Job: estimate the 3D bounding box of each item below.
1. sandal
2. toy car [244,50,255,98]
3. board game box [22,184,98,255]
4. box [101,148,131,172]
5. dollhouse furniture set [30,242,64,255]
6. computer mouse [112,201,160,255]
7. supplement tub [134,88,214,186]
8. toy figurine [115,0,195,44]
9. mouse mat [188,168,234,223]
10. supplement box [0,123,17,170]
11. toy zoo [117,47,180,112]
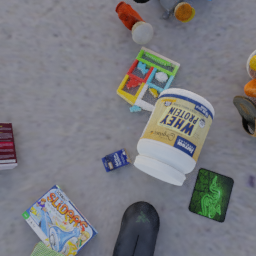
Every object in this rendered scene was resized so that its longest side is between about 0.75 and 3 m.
[{"bbox_3d":[3.591,-0.111,7.987,1.941,0.793,0.530,46,75,-19],"label":"sandal"},{"bbox_3d":[4.695,-1.173,8.010,2.694,2.358,2.020,8,111,1],"label":"toy car"},{"bbox_3d":[-1.864,2.633,7.703,1.216,0.310,1.797,-43,79,-11],"label":"board game box"},{"bbox_3d":[-0.352,0.952,8.274,0.785,0.127,0.475,-22,76,-5],"label":"box"},{"bbox_3d":[-2.177,4.211,6.678,1.501,1.150,2.292,23,83,6],"label":"dollhouse furniture set"},{"bbox_3d":[0.257,3.178,7.380,1.691,0.644,2.443,10,75,4],"label":"computer mouse"},{"bbox_3d":[1.240,0.254,7.688,1.643,1.643,2.275,23,75,6],"label":"supplement tub"},{"bbox_3d":[0.858,-4.066,8.444,2.477,2.516,1.750,-26,63,-11],"label":"toy figurine"},{"bbox_3d":[2.401,1.913,8.050,1.060,0.050,1.318,18,76,5],"label":"mouse mat"},{"bbox_3d":[-3.684,0.516,8.063,0.724,0.405,1.330,3,68,-45],"label":"supplement box"},{"bbox_3d":[0.586,-1.431,8.882,1.390,0.217,2.119,28,76,7],"label":"toy zoo"}]
